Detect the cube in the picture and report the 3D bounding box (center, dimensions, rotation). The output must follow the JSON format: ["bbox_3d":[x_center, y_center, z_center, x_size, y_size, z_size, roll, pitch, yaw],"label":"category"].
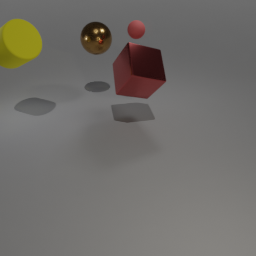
[{"bbox_3d":[0.380,-2.068,10.381,1.400,1.400,1.400,4,66,-27],"label":"cube"}]

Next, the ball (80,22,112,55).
[{"bbox_3d":[-1.401,-3.950,12.359,1.400,1.400,1.400,0,30,0],"label":"ball"}]

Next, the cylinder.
[{"bbox_3d":[-4.021,-2.953,9.968,1.400,1.400,1.400,-6,19,44],"label":"cylinder"}]

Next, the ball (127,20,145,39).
[{"bbox_3d":[0.325,-3.850,10.979,0.700,0.700,0.700,0,30,0],"label":"ball"}]
